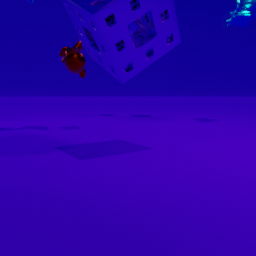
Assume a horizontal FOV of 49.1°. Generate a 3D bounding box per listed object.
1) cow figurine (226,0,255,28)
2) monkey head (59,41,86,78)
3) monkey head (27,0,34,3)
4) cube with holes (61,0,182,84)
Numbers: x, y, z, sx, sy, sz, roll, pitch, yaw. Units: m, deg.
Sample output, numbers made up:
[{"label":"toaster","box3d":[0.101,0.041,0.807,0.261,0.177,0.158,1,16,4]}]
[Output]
[{"label":"cow figurine","box3d":[3.549,-3.760,8.743,1.362,1.384,0.760,-12,-29,-14]},{"label":"monkey head","box3d":[-1.338,-1.856,7.338,0.682,0.814,1.132,36,-19,20]},{"label":"monkey head","box3d":[-2.282,-3.380,6.192,0.872,1.448,1.042,-28,-8,31]},{"label":"cube with holes","box3d":[-0.097,-1.594,4.064,1.123,1.123,1.123,-37,49,-9]}]
